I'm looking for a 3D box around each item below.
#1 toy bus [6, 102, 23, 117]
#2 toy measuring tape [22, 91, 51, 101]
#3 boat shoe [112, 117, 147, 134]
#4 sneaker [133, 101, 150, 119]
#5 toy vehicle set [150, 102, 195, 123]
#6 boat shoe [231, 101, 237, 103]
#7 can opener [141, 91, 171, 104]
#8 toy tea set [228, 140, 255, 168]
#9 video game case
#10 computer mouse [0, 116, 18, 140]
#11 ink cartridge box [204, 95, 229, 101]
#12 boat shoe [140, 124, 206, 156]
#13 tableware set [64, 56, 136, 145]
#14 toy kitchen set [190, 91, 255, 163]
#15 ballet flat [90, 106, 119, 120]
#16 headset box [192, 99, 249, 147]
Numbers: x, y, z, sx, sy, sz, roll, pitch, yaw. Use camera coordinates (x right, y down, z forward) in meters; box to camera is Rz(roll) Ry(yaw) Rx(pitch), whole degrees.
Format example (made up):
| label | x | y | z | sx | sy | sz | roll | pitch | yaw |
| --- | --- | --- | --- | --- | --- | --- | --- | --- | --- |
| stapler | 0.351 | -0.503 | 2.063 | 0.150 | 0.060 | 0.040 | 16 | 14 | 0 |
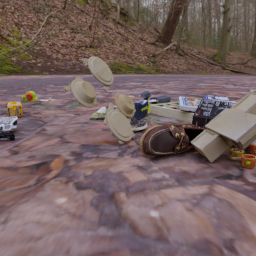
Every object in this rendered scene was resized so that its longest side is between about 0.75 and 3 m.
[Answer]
| label | x | y | z | sx | sy | sz | roll | pitch | yaw |
| --- | --- | --- | --- | --- | --- | --- | --- | --- | --- |
| toy bus | -4.435 | -0.710 | 10.927 | 0.566 | 0.470 | 1.445 | -4 | 13 | -21 |
| toy measuring tape | -4.952 | -1.719 | 15.082 | 1.542 | 0.567 | 0.567 | 0 | 13 | 1 |
| boat shoe | 0.068 | -0.138 | 8.369 | 0.536 | 0.483 | 1.492 | 2 | 10 | 41 |
| sneaker | 0.239 | -0.671 | 10.523 | 0.713 | 0.641 | 1.733 | 0 | 8 | 27 |
| toy vehicle set | 2.259 | -0.643 | 10.900 | 1.611 | 0.344 | 2.593 | -9 | 16 | -33 |
| boat shoe | 4.094 | -0.853 | 11.359 | 0.482 | 0.543 | 1.476 | 1 | 15 | -36 |
| can opener | 1.400 | -1.547 | 13.986 | 0.546 | 0.685 | 2.048 | 12 | 18 | 42 |
| toy tea set | 2.612 | 0.522 | 5.569 | 0.819 | 0.510 | 1.377 | -2 | 13 | -7 |
| video game case | 2.946 | -0.810 | 10.199 | 2.120 | 0.191 | 1.518 | 7 | 20 | 6 |
| computer mouse | -3.546 | 0.034 | 8.085 | 0.891 | 0.356 | 1.625 | -6 | 19 | -5 |
| ink cartridge box | 4.343 | -1.444 | 14.392 | 1.464 | 0.318 | 1.451 | 2 | 14 | 12 |
| boat shoe | 1.101 | 0.223 | 6.325 | 1.909 | 0.672 | 0.671 | -14 | 12 | -43 |
| tableware set | -0.534 | -0.788 | 7.482 | 0.282 | 2.434 | 2.033 | -31 | 18 | 31 |
| toy kitchen set | 2.636 | 0.408 | 5.757 | 1.803 | 1.627 | 1.471 | -41 | 10 | 2 |
| ballet flat | -0.721 | -0.580 | 10.370 | 1.421 | 0.502 | 0.502 | -4 | 14 | -14 |
| headset box | 2.686 | -0.168 | 7.433 | 1.749 | 0.675 | 1.301 | 11 | 30 | 20 |
